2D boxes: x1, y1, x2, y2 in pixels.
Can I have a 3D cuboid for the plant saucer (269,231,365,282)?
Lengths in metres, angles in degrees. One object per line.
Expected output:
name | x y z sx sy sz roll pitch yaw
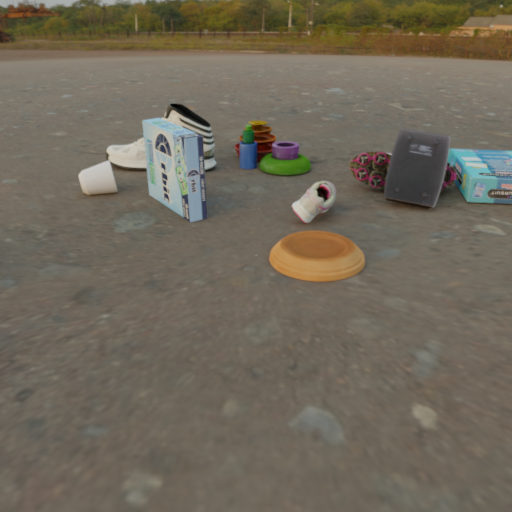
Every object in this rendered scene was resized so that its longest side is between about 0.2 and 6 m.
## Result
plant saucer | 1.174 -0.062 10.809 1.835 0.343 1.835 -1 25 0

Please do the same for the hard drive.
hard drive | 3.930 -2.121 13.713 1.331 0.418 1.974 13 72 14

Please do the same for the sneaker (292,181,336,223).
sneaker | 1.513 -1.352 12.805 0.693 0.751 1.702 48 37 -3

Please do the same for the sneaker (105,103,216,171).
sneaker | -2.812 -3.518 16.314 3.294 1.895 1.243 2 25 5

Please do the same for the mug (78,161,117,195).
mug | -4.075 -1.891 14.447 0.842 1.026 0.822 -16 61 -12

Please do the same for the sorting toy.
sorting toy | 0.324 -3.339 16.716 1.807 1.234 3.007 -16 30 -30

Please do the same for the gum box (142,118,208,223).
gum box | -1.933 -2.062 13.176 0.508 1.937 2.279 -17 30 -30

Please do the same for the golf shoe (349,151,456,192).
golf shoe | 3.779 -2.162 14.740 2.686 0.975 1.237 10 10 7

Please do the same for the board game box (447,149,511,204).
board game box | 6.414 -2.125 14.785 2.166 0.673 2.870 3 25 7
